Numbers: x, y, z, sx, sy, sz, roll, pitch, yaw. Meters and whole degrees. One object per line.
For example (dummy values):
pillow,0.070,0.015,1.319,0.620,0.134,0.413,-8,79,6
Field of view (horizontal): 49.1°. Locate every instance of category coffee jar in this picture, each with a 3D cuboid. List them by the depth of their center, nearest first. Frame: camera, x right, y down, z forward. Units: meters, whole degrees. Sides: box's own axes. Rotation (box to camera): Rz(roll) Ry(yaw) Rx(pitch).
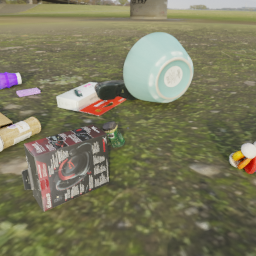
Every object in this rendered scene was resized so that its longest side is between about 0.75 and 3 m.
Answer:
coffee jar,-0.430,0.185,8.434,0.426,0.818,0.349,-8,35,27

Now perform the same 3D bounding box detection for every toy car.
toy car,3.324,0.842,7.515,1.007,0.882,0.755,-10,62,-20

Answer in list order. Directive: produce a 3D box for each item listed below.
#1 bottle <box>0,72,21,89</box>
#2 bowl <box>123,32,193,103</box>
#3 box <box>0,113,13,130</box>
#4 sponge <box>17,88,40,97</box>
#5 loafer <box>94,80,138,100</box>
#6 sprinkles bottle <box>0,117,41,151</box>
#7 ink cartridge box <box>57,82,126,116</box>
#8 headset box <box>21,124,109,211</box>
bottle,-6.519,-2.265,13.737,2.377,0.776,0.993,-15,22,-29
bowl,1.413,-2.144,11.063,2.884,2.884,1.508,-12,34,-23
box,-5.358,-0.229,10.221,1.606,0.209,1.965,-21,33,-38
sponge,-4.739,-1.706,13.333,0.974,0.145,0.543,-15,30,-29
loafer,-0.259,-1.757,12.176,2.467,0.898,0.892,-2,32,-26
sprinkles bottle,-3.591,0.198,8.828,0.601,0.601,1.761,14,28,27
ink cartridge box,-1.474,-1.325,12.121,2.103,0.528,2.423,12,29,27
headset box,-1.441,0.897,6.491,1.945,1.446,0.730,-18,30,-32
